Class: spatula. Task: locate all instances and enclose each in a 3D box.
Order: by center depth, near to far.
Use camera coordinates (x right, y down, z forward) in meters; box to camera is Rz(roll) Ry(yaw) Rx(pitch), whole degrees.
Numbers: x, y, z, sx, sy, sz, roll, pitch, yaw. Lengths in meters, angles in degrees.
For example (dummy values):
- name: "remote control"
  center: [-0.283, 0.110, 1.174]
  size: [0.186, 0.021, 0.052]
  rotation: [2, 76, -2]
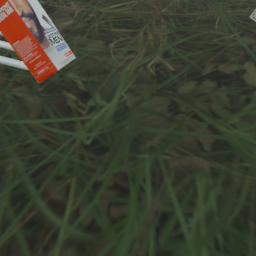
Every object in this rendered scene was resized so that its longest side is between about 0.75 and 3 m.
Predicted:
- name: "spatula"
  center: [-2.694, -1.401, 4.065]
  size: [2.416, 0.194, 1.680]
  rotation: [10, 31, -38]

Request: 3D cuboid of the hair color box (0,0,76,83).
- name: "hair color box"
  center: [-1.055, -1.059, 3.047]
  size: [0.323, 1.010, 0.560]
  rotation: [-27, 20, 24]

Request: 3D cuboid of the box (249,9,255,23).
- name: "box"
  center: [3.787, -2.640, 6.053]
  size: [2.397, 1.398, 0.721]
  rotation: [-12, 54, -45]
